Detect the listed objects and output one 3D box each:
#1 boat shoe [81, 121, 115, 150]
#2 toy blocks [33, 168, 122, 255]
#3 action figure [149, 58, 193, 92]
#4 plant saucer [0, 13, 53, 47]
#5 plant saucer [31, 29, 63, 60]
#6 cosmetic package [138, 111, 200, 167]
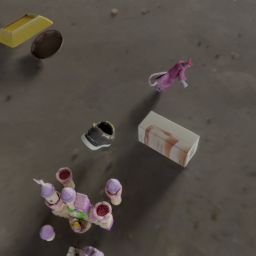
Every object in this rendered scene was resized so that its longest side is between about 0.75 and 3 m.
[{"bbox_3d":[-0.548,0.114,6.493,0.557,1.562,0.470,46,104,3],"label":"boat shoe"},{"bbox_3d":[-1.038,1.613,5.570,1.553,1.399,1.662,13,56,13],"label":"toy blocks"},{"bbox_3d":[1.303,-1.627,8.029,0.934,1.254,0.840,22,47,-33],"label":"action figure"},{"bbox_3d":[-3.561,-3.390,9.444,1.598,0.387,1.598,-40,42,-20],"label":"plant saucer"},{"bbox_3d":[-2.667,-2.745,9.336,1.214,0.195,1.214,-7,66,16],"label":"plant saucer"},{"bbox_3d":[0.989,0.268,6.987,1.395,0.721,0.609,29,62,24],"label":"cosmetic package"}]
